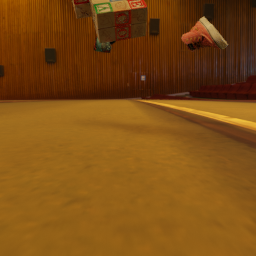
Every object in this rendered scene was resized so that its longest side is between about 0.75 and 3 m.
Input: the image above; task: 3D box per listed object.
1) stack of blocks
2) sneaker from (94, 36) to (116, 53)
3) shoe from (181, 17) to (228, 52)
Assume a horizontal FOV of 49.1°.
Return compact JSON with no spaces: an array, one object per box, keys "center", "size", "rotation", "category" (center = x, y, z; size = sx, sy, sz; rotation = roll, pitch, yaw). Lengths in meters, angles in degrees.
[{"center":[-0.648,-3.427,7.289],"size":[1.594,2.769,0.811],"rotation":[-13,-34,-8],"category":"stack of blocks"},{"center":[-0.836,-3.601,11.045],"size":[0.800,1.674,0.664],"rotation":[15,-24,-12],"category":"sneaker"},{"center":[2.300,-2.688,8.630],"size":[0.965,0.758,2.122],"rotation":[-39,27,23],"category":"shoe"}]
